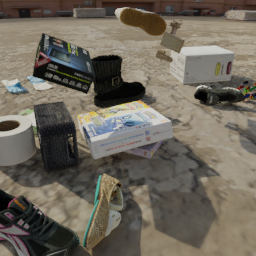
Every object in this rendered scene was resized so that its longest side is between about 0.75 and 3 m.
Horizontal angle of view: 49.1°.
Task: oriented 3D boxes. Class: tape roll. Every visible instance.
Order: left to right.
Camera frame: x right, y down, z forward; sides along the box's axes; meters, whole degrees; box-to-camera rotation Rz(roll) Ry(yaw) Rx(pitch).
[{"bbox_3d":[-3.825,0.371,9.072,1.546,1.061,1.546,0,27,0],"label":"tape roll"}]

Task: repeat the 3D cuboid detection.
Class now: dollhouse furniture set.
[{"bbox_3d":[2.103,-3.767,12.219,0.894,1.562,1.831,28,32,10],"label":"dollhouse furniture set"}]

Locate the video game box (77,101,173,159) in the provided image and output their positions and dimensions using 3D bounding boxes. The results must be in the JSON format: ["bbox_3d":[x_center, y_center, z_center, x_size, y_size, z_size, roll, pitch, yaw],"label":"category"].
[{"bbox_3d":[-0.250,-0.087,9.791,2.652,0.681,2.911,-13,22,-15],"label":"video game box"}]

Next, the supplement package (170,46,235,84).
[{"bbox_3d":[4.306,-3.828,16.650,2.980,1.652,2.321,-6,27,-11],"label":"supplement package"}]

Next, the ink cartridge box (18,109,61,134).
[{"bbox_3d":[-3.600,-0.247,11.019,1.638,0.393,1.192,9,28,17],"label":"ink cartridge box"}]

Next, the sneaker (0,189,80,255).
[{"bbox_3d":[-2.175,2.004,5.896,2.420,1.045,0.972,11,30,20],"label":"sneaker"}]

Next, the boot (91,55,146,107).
[{"bbox_3d":[-0.369,-2.336,13.088,2.981,2.228,1.122,-19,33,-33],"label":"boot"}]

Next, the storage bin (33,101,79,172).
[{"bbox_3d":[-2.336,0.194,8.954,1.031,1.487,2.200,-9,28,-19],"label":"storage bin"}]

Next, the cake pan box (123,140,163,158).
[{"bbox_3d":[0.399,0.489,9.651,1.316,0.344,1.212,12,27,22],"label":"cake pan box"}]

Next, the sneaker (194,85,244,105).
[{"bbox_3d":[4.123,-1.437,13.022,2.324,0.772,1.052,13,33,31],"label":"sneaker"}]

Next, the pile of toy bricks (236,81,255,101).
[{"bbox_3d":[5.950,-1.838,13.906,1.679,0.931,0.829,-23,-5,-20],"label":"pile of toy bricks"}]

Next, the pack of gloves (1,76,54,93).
[{"bbox_3d":[-5.659,-2.611,15.546,2.199,0.516,2.617,-17,32,-28],"label":"pack of gloves"}]

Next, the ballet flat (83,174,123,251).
[{"bbox_3d":[-0.485,1.875,6.535,0.731,0.789,2.238,15,31,-3],"label":"ballet flat"}]

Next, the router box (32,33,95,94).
[{"bbox_3d":[-1.958,-2.015,8.557,1.611,0.668,2.151,17,29,-25],"label":"router box"}]

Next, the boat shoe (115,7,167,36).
[{"bbox_3d":[0.564,-4.554,11.732,2.425,0.859,0.841,7,29,-37],"label":"boat shoe"}]
